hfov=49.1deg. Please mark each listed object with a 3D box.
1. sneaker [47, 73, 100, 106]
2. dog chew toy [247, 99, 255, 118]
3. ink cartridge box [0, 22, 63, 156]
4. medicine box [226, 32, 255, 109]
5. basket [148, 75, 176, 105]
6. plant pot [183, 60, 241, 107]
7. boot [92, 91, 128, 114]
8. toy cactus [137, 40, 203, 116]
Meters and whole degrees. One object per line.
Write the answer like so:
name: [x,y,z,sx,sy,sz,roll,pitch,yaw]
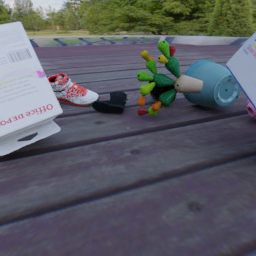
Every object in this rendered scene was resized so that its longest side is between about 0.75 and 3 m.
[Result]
sneaker: [-1.981,-1.377,9.958,1.875,1.005,0.626,8,51,10]
dog chew toy: [5.019,-1.116,8.501,2.993,1.864,1.864,-24,25,-3]
ink cartridge box: [-2.900,-0.773,6.605,1.692,2.632,1.648,-25,2,-32]
medicine box: [3.698,-0.673,5.861,2.540,1.307,2.313,23,36,-25]
basket: [1.251,-1.506,10.449,0.888,1.177,1.306,-36,10,13]
plant pot: [2.919,-1.414,9.489,1.615,1.615,1.518,-9,22,-20]
boot: [-0.577,-0.925,9.584,1.155,0.427,0.946,8,39,1]
toy cactus: [1.225,-1.368,8.465,1.948,2.361,1.207,10,17,5]
